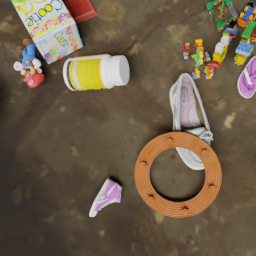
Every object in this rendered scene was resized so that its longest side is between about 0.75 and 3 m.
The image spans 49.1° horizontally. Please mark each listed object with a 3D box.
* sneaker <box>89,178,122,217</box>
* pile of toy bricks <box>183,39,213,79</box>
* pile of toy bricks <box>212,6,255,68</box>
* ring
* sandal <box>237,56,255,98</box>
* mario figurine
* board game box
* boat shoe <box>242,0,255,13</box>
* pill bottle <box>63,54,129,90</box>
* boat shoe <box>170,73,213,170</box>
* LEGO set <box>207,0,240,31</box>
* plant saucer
[{"bbox_3d":[-0.625,2.234,8.514,0.718,0.456,1.259,30,77,4],"label":"sneaker"},{"bbox_3d":[2.411,-2.446,9.553,0.855,0.761,1.541,-9,76,-2],"label":"pile of toy bricks"},{"bbox_3d":[3.901,-2.779,9.354,1.476,1.314,2.661,27,63,23],"label":"pile of toy bricks"},{"bbox_3d":[1.474,1.420,8.403,2.599,0.249,2.599,0,93,9],"label":"ring"},{"bbox_3d":[4.211,-1.818,9.575,0.668,0.403,1.641,21,76,5],"label":"sandal"},{"bbox_3d":[-3.382,-2.142,9.371,0.899,1.047,1.696,-15,71,-17],"label":"mario figurine"},{"bbox_3d":[-2.905,-3.888,9.564,1.423,1.448,2.762,-30,76,-7],"label":"board game box"},{"bbox_3d":[4.526,-4.508,10.336,0.842,0.279,0.315,-42,79,-10],"label":"boat shoe"},{"bbox_3d":[-0.975,-1.744,8.790,1.863,1.065,1.065,0,74,21],"label":"pill bottle"},{"bbox_3d":[1.985,-0.211,8.863,1.115,0.970,3.026,-6,76,-2],"label":"boat shoe"},{"bbox_3d":[3.482,-4.114,10.143,0.994,0.749,1.292,-36,73,21],"label":"LEGO set"},{"bbox_3d":[-1.805,-4.464,10.374,1.055,0.194,1.057,-26,78,-6],"label":"plant saucer"}]
